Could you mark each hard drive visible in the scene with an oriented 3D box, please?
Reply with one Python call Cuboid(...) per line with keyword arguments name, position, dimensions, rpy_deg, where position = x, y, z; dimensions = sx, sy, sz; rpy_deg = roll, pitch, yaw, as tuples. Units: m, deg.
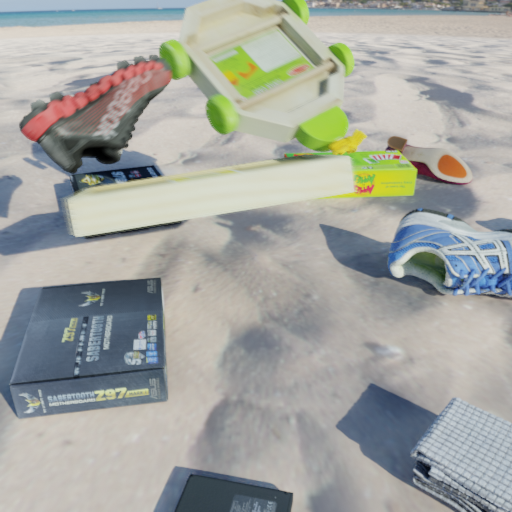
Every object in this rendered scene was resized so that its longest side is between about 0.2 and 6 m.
Cuboid(name="hard drive", position=(-0.246, 2.574, 5.500), dimensions=(1.113, 0.183, 0.777), rpy_deg=(6, 28, 12))

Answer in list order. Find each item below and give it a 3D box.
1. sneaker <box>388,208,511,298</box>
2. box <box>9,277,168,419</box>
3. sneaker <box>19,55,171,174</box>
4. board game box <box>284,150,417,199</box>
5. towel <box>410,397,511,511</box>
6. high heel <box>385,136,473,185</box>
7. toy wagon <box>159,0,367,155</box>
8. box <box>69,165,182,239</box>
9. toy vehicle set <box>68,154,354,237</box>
Cuboid(name="sneaker", position=(3.722, 0.251, 9.162), dimensions=(3.272, 1.239, 1.260), rpy_deg=(15, 48, 32))
Cuboid(name="box", position=(-2.190, 1.151, 7.772), dimensions=(1.847, 0.597, 2.342), rpy_deg=(-5, 27, -7))
Cuboid(name="sneaker", position=(-1.847, -1.788, 7.185), dimensions=(2.154, 1.052, 0.761), rpy_deg=(-39, 13, -29))
Cuboid(name="board game box", position=(2.227, -2.007, 13.726), dimensions=(2.943, 0.701, 1.495), rpy_deg=(-2, 28, -4))
Cuboid(name="towel", position=(2.377, 2.215, 5.826), dimensions=(1.308, 0.560, 1.083), rpy_deg=(22, 36, 33))
Cuboid(name="high heel", position=(4.486, -2.368, 14.649), dimensions=(2.381, 1.145, 0.803), rpy_deg=(34, 84, 19))
Cuboid(name="toy wagon", position=(0.305, -2.864, 9.148), dimensions=(2.811, 0.717, 3.623), rpy_deg=(-32, 76, -26))
Cuboid(name="box", position=(-2.956, -1.271, 12.425), dimensions=(2.031, 0.588, 2.555), rpy_deg=(-10, 29, -18))
Cuboid(name="toy vehicle set", position=(-0.716, -0.994, 8.393), dimensions=(3.742, 0.496, 2.325), rpy_deg=(-10, 12, -7))
